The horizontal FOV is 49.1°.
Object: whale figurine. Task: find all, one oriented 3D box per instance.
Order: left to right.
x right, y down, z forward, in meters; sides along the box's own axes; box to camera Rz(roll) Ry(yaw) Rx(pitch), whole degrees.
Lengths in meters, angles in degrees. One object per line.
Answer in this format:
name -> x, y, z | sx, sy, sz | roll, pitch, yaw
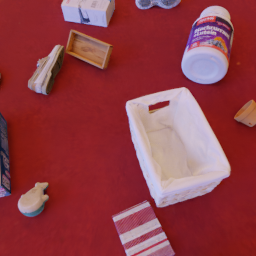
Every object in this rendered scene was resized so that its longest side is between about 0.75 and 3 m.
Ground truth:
whale figurine -> -2.429, 1.885, 7.392 | 0.798, 0.520, 1.003 | -4, 33, 14

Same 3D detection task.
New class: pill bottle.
pill bottle -> 2.869, -3.006, 9.836 | 1.501, 1.501, 2.694 | 14, 59, 9

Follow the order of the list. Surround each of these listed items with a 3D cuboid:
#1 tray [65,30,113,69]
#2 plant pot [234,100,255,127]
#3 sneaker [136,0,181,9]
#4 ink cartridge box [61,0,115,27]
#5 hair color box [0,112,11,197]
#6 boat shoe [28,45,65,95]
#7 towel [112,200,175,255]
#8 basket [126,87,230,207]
tray -> -1.398, -2.809, 9.987 | 1.694, 0.836, 0.314 | 28, 22, 20
plant pot -> 3.782, -0.408, 8.673 | 0.546, 0.780, 0.780 | 42, 65, 5
sneaker -> 1.303, -5.692, 12.004 | 1.959, 0.763, 0.973 | 0, 54, -1
ink cartridge box -> -1.595, -4.993, 11.512 | 1.852, 0.780, 1.339 | 11, 58, 7
hair color box -> -4.116, 0.747, 7.883 | 1.273, 0.770, 2.546 | -14, 59, -9
boat shoe -> -2.796, -2.128, 9.704 | 0.706, 0.772, 2.065 | 14, 59, 2
towel -> 0.357, 2.691, 7.017 | 1.074, 0.170, 1.492 | -21, 58, -11
basket -> 1.153, 0.561, 7.467 | 1.835, 1.670, 2.708 | -14, 58, -8
